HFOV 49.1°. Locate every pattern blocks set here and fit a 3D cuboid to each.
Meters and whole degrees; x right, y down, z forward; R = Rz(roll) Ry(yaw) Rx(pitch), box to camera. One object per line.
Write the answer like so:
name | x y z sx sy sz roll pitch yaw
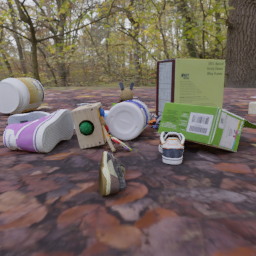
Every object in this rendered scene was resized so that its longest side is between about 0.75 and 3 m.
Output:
pattern blocks set | -0.231 0.393 7.697 0.827 0.076 0.941 34 -2 -28

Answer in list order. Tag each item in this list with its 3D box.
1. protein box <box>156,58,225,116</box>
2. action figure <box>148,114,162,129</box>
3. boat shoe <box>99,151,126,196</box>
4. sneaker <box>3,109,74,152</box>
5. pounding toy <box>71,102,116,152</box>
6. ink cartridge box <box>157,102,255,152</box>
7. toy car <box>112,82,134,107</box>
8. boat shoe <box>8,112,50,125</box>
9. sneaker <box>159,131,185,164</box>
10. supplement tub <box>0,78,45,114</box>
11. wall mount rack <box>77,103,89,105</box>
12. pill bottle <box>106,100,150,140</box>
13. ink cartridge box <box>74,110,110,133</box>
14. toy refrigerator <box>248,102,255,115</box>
protein box | 3.031 -1.952 13.914 2.790 2.811 1.896 -4 11 -21
action figure | 1.147 -0.308 10.868 1.321 0.714 1.365 -5 1 35
boat shoe | -0.301 0.873 5.379 0.491 0.554 1.514 7 16 -7
sneaker | -2.746 -0.004 8.675 1.590 1.011 2.789 -1 10 11
pounding toy | -0.942 -0.007 8.233 1.025 1.327 1.442 -12 10 4
ink cartridge box | 2.537 0.077 8.389 2.620 0.992 1.936 16 -1 -38
toy car | -0.128 -1.834 16.356 1.385 1.686 1.330 -4 11 -20
boat shoe | -3.369 -0.205 10.396 2.390 0.836 0.792 -3 10 29
sneaker | 1.161 0.396 7.354 0.679 0.688 1.732 0 9 2
supplement tub | -5.995 -1.782 15.382 1.926 1.926 2.668 2 11 10
wall mount rack | -2.658 -1.327 17.377 0.995 0.371 0.864 -5 8 -24
pill bottle | 0.115 -0.360 9.792 1.239 1.239 2.069 2 10 13
ink cartridge box | -1.314 -0.308 10.975 2.082 0.694 1.206 7 13 34
toy refrigerator | 7.460 -1.006 14.685 0.745 0.687 1.964 -10 14 -40
